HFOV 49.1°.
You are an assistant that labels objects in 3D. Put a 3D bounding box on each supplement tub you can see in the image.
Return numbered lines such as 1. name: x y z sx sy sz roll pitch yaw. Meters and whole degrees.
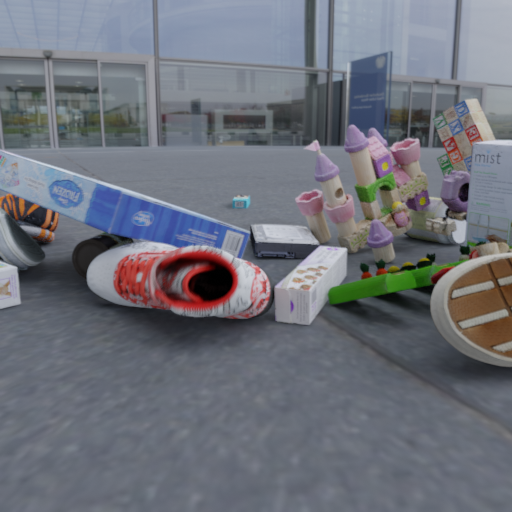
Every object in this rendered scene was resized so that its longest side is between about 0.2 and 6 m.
1. supplement tub: 3.628 -0.735 11.385 0.896 0.896 1.236 -12 19 -40

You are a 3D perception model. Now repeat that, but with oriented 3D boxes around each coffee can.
1. coffee can: -2.425 -0.028 8.992 0.669 0.669 0.914 3 14 10

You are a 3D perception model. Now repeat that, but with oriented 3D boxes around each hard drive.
1. hard drive: 0.500 -0.306 10.730 1.183 0.320 1.693 2 15 -4

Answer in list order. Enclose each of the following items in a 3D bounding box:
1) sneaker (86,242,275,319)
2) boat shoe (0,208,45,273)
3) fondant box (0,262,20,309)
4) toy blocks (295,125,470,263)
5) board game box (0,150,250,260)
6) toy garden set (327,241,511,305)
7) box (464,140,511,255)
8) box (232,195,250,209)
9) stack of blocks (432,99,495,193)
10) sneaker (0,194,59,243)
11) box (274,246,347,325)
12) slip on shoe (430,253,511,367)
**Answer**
1. sneaker: -1.173 0.228 6.790 2.643 0.882 1.416 7 -7 17
2. boat shoe: -4.302 -0.197 9.480 0.842 0.968 2.626 -45 33 -14
3. fondant box: -4.320 0.466 7.227 1.410 0.569 1.955 12 19 39
4. toy blocks: 2.227 -1.460 10.277 2.420 2.180 2.590 -30 26 -19
5. board game box: -2.124 -0.744 9.029 2.972 0.648 2.986 21 3 34
6. toy garden set: 2.619 0.035 7.279 2.694 0.538 2.246 -8 -7 -30
7. box: 4.351 -0.560 8.102 1.167 2.131 2.415 -8 15 -29
8. box: -0.421 -1.539 15.946 0.411 0.246 1.000 1 14 4
9. stack of blocks: 3.989 -1.959 10.616 0.502 1.713 0.986 -17 -6 -41
10. sneaker: -4.965 -1.087 11.506 2.375 1.330 0.921 10 -10 17
11. box: 0.828 0.350 7.885 0.462 0.495 2.389 5 16 19
12. slip on shoe: 3.090 0.515 6.148 3.128 1.189 0.948 -9 -9 -24
